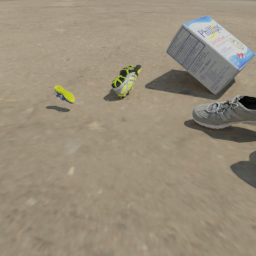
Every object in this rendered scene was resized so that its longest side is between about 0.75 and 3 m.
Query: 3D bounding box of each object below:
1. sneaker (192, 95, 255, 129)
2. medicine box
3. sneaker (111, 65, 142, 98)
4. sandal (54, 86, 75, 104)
[{"bbox_3d":[2.946,-0.596,7.860,2.332,0.956,0.871,-2,50,25],"label":"sneaker"},{"bbox_3d":[3.257,-2.939,10.974,2.617,1.347,2.384,44,44,10],"label":"medicine box"},{"bbox_3d":[-0.012,-1.772,10.397,0.658,0.667,1.746,7,43,38],"label":"sneaker"},{"bbox_3d":[-2.092,-1.042,9.227,0.841,0.366,0.334,38,42,17],"label":"sandal"}]
